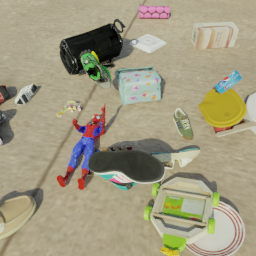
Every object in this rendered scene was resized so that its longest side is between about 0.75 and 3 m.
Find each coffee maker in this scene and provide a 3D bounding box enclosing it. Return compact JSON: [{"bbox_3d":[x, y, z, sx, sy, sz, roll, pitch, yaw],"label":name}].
[{"bbox_3d":[-1.553,-3.407,11.630,2.338,2.246,1.575,-30,68,-25],"label":"coffee maker"}]

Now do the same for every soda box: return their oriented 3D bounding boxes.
[{"bbox_3d":[3.337,-1.521,9.288,0.285,0.841,0.270,23,40,-41],"label":"soda box"}]

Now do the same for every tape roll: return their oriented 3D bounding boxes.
[{"bbox_3d":[5.454,-0.412,9.787,2.696,0.493,2.696,0,45,0],"label":"tape roll"}]

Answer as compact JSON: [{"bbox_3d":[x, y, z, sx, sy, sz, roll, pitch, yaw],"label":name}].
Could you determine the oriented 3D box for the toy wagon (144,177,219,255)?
[{"bbox_3d":[1.285,2.188,6.977,1.731,0.441,2.231,5,43,23],"label":"toy wagon"}]

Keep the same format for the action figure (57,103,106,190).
[{"bbox_3d":[-1.302,0.268,8.475,0.937,1.421,2.871,7,40,6],"label":"action figure"}]

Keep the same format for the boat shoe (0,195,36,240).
[{"bbox_3d":[-3.408,2.284,6.813,2.339,0.760,0.844,-25,50,-24],"label":"boat shoe"}]

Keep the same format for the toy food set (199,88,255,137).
[{"bbox_3d":[3.370,-0.403,9.701,1.392,0.773,2.366,-23,41,12],"label":"toy food set"}]

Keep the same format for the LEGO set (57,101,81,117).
[{"bbox_3d":[-2.206,-0.745,10.232,0.924,0.344,0.425,-17,47,-17],"label":"LEGO set"}]

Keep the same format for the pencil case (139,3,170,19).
[{"bbox_3d":[1.500,-6.691,16.089,1.775,0.805,0.831,4,21,2],"label":"pencil case"}]

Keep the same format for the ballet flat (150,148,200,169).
[{"bbox_3d":[1.428,0.966,8.433,1.604,0.557,0.557,-6,44,-3],"label":"ballet flat"}]

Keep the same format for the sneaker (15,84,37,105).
[{"bbox_3d":[-3.994,-1.268,10.771,0.479,0.444,1.181,3,39,20],"label":"sneaker"}]

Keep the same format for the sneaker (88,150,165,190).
[{"bbox_3d":[0.132,1.198,7.471,2.157,1.302,0.902,4,68,31],"label":"sneaker"}]

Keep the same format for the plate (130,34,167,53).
[{"bbox_3d":[1.010,-4.276,13.956,1.389,0.224,1.386,34,53,30],"label":"plate"}]

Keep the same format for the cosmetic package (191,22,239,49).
[{"bbox_3d":[4.188,-4.500,13.632,1.963,1.015,0.857,-6,46,-4],"label":"cosmetic package"}]

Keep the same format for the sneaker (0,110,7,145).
[{"bbox_3d":[-4.436,-0.095,9.337,1.705,0.643,0.970,30,54,31],"label":"sneaker"}]

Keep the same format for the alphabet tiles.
[{"bbox_3d":[-0.530,1.078,8.569,1.553,0.059,1.298,-5,45,-5],"label":"alphabet tiles"}]

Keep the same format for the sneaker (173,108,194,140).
[{"bbox_3d":[1.870,-0.180,9.500,0.412,0.552,1.229,-12,45,-12],"label":"sneaker"}]

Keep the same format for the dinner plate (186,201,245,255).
[{"bbox_3d":[2.015,2.458,6.890,1.595,0.193,1.595,-10,38,8],"label":"dinner plate"}]

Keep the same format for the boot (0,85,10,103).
[{"bbox_3d":[-5.507,-1.420,10.725,1.893,0.685,1.366,31,51,17],"label":"boot"}]

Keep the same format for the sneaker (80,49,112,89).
[{"bbox_3d":[-1.006,-1.684,8.893,0.646,1.655,0.705,-21,59,15],"label":"sneaker"}]

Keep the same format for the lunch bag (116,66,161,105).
[{"bbox_3d":[0.360,-1.757,10.775,1.512,1.082,1.775,-7,35,-5],"label":"lunch bag"}]
